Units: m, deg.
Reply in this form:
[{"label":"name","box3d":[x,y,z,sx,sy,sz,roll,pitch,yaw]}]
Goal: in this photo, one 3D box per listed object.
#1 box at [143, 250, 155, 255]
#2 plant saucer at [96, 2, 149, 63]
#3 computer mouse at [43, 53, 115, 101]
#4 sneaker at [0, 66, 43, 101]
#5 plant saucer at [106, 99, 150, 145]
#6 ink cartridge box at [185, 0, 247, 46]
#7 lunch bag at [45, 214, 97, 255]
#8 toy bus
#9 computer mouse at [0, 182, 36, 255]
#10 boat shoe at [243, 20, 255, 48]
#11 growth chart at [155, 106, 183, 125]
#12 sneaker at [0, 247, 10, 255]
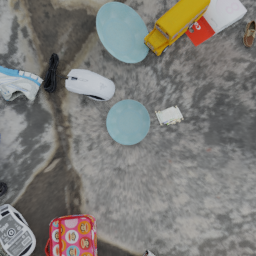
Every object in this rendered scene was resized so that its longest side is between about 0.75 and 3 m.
[{"label":"box","box3d":[0.427,5.415,9.016,1.368,0.431,2.485,38,82,2]},{"label":"plant saucer","box3d":[-0.234,-3.429,10.306,2.348,0.452,2.348,8,76,-34]},{"label":"computer mouse","box3d":[-1.773,-1.763,10.289,2.675,0.587,1.467,15,79,3]},{"label":"sneaker","box3d":[-4.506,-1.614,10.108,2.632,0.987,1.141,13,85,3]},{"label":"plant saucer","box3d":[0.031,-0.200,10.014,1.615,0.311,1.615,0,89,17]},{"label":"ink cartridge box","box3d":[3.097,-4.524,10.831,2.271,0.648,1.846,-32,81,-10]},{"label":"lunch bag","box3d":[-1.884,3.860,9.209,1.698,0.790,1.928,-6,79,4]},{"label":"toy bus","box3d":[1.792,-3.913,10.380,2.635,1.031,0.858,-43,85,-8]},{"label":"computer mouse","box3d":[-4.116,3.180,9.417,1.520,0.608,2.771,-42,77,-12]},{"label":"boat shoe","box3d":[4.679,-3.622,10.731,0.404,0.383,1.068,7,80,1]},{"label":"growth chart","box3d":[1.524,-0.436,10.306,0.930,0.082,0.673,-16,81,-3]},{"label":"sneaker","box3d":[-3.632,4.547,9.134,1.802,0.688,0.725,21,71,2]}]
